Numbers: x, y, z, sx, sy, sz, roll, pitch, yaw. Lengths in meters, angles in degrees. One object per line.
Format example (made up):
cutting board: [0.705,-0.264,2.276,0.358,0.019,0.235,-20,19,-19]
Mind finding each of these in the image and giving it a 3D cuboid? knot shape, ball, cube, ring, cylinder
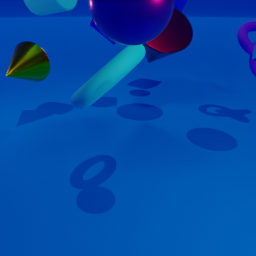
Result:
knot shape: [4.159,-2.403,7.877,1.735,1.854,0.857,-29,0,18]
ball: [0.032,-1.150,2.541,0.775,0.775,0.775,0,24,0]
cube: [1.553,-5.073,10.265,1.143,1.143,1.143,28,0,25]
ring: [-0.318,-0.814,4.418,1.440,0.288,1.440,-39,11,10]
cylinder: [-2.010,-3.513,7.236,1.025,1.025,1.025,3,23,28]
cube: [-0.476,-3.298,8.496,0.939,0.939,0.939,35,26,-20]

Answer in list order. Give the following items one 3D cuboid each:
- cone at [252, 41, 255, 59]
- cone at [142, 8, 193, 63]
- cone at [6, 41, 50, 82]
cone: [2.860,-1.903,5.413,1.383,1.388,1.383,16,43,-15]
cone: [0.826,-2.433,8.354,1.666,1.672,1.666,4,67,-10]
cone: [-3.032,-1.659,7.834,1.231,1.231,1.235,6,31,14]
